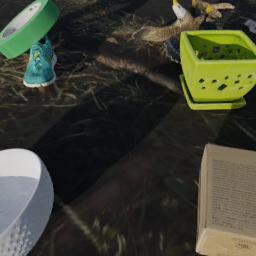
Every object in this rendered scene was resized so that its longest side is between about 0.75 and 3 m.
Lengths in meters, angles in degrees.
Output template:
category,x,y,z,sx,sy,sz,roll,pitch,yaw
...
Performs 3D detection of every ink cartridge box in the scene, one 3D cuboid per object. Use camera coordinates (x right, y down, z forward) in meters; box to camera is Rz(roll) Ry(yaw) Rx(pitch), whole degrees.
category,x,y,z,sx,sy,sz,roll,pitch,yaw
ink cartridge box,2.438,1.371,4.916,2.310,0.868,1.903,9,42,10

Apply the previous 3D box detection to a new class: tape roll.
category,x,y,z,sx,sy,sz,roll,pitch,yaw
tape roll,-3.406,-3.410,9.450,2.437,0.586,2.437,-23,42,22

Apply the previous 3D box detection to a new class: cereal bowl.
category,x,y,z,sx,sy,sz,roll,pitch,yaw
cereal bowl,-2.258,1.496,4.445,2.444,1.018,2.444,-14,34,10

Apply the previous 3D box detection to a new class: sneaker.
category,x,y,z,sx,sy,sz,roll,pitch,yaw
sneaker,-2.749,-2.074,8.585,0.959,0.985,2.473,-7,44,-7

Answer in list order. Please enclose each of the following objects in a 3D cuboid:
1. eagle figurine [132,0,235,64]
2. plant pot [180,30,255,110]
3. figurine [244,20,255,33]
category,x,y,z,sx,sy,sz,roll,pitch,yaw
eagle figurine,1.833,-3.464,9.842,2.836,2.140,2.152,-48,11,-5
plant pot,2.319,-1.497,7.495,1.773,1.609,1.764,-2,42,-2
figurine,5.302,-4.175,11.357,0.986,0.425,0.962,-2,35,-1
